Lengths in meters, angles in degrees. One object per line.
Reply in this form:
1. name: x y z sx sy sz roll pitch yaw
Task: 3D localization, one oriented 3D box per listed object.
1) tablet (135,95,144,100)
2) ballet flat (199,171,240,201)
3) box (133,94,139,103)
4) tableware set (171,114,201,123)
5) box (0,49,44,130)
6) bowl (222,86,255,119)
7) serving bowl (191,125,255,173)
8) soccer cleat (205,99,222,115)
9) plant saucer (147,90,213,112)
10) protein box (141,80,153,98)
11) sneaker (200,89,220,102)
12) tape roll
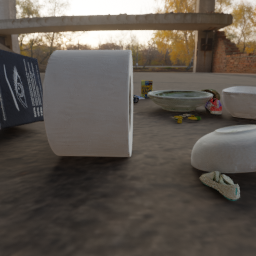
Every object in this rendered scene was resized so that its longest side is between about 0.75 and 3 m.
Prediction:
1. tablet: 0.251 -1.779 16.373 0.977 0.102 1.501 -5 14 -19
2. ballet flat: 1.645 0.948 4.988 0.349 0.349 0.974 -5 14 -20
3. box: -0.251 -1.669 14.811 1.335 0.291 1.070 -1 24 -32
4. tableware set: 2.192 -0.332 10.496 1.114 0.171 0.750 -11 20 -40
5. box: -3.765 -1.041 8.176 1.504 2.133 2.883 -8 5 10
6. bowl: 5.438 -1.034 11.335 2.948 1.102 2.953 9 17 31
7. serving bowl: 2.320 0.332 5.863 2.047 0.673 2.047 -9 6 1
8. soccer cleat: 3.742 -1.015 12.196 0.588 0.631 1.724 1 14 6
9. plant saucer: 2.363 -1.247 12.901 2.956 0.742 2.956 -1 14 0
10. protein box: 1.134 -2.361 16.857 0.675 0.993 1.000 1 14 4
11. sneaker: 4.539 -1.795 15.104 0.957 0.715 2.131 -9 13 -15
12. tape roll: -0.761 -0.558 6.550 1.708 2.488 2.488 0 14 3
